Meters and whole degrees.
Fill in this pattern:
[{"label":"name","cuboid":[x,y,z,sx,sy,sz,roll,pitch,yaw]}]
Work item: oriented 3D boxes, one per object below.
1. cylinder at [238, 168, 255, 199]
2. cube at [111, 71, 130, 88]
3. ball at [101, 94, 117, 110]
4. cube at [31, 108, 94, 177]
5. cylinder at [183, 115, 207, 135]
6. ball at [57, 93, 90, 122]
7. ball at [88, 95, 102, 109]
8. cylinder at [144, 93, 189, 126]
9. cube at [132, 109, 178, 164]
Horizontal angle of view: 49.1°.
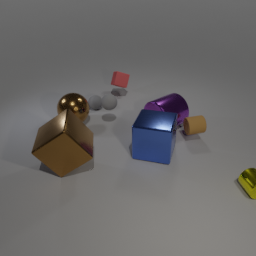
[{"label":"cylinder","cuboid":[3.915,1.712,8.666,0.700,0.700,0.700,-6,31,-10]},{"label":"cube","cuboid":[-0.410,-2.509,14.540,0.700,0.700,0.700,12,5,-20]},{"label":"ball","cuboid":[-0.800,-1.106,11.973,0.700,0.700,0.700,0,31,0]},{"label":"cube","cuboid":[-2.128,0.496,9.413,1.400,1.400,1.400,-32,32,16]},{"label":"cylinder","cuboid":[2.636,-0.114,11.076,0.700,0.700,0.700,-8,32,-9]},{"label":"ball","cuboid":[-2.372,-0.829,12.163,1.400,1.400,1.400,0,31,0]},{"label":"ball","cuboid":[-1.576,-1.247,13.522,0.700,0.700,0.700,0,31,0]},{"label":"cylinder","cuboid":[1.601,-0.630,11.825,1.400,1.400,1.400,-23,38,-33]},{"label":"cube","cuboid":[0.993,0.284,10.303,1.400,1.400,1.400,8,32,15]}]
